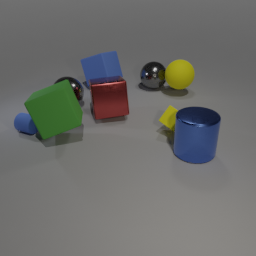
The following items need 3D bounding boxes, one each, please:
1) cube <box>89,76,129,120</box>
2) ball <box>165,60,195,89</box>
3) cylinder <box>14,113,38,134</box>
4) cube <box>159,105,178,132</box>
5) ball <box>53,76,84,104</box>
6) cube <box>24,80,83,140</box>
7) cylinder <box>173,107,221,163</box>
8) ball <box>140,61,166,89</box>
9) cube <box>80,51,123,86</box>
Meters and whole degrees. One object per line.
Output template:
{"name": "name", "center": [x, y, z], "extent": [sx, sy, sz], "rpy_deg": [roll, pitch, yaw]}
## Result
{"name": "cube", "center": [-0.804, -1.289, 11.534], "extent": [1.400, 1.400, 1.400], "rpy_deg": [-9, 20, -8]}
{"name": "ball", "center": [2.481, -2.562, 13.446], "extent": [1.400, 1.400, 1.400], "rpy_deg": [0, 29, 0]}
{"name": "cylinder", "center": [-3.791, -0.179, 10.568], "extent": [0.700, 0.700, 0.700], "rpy_deg": [12, 32, 21]}
{"name": "cube", "center": [1.676, -0.304, 10.313], "extent": [0.700, 0.700, 0.700], "rpy_deg": [38, 5, 22]}
{"name": "ball", "center": [-2.647, -1.552, 12.297], "extent": [1.400, 1.400, 1.400], "rpy_deg": [0, 29, 0]}
{"name": "cube", "center": [-2.501, -0.673, 9.718], "extent": [1.400, 1.400, 1.400], "rpy_deg": [-21, 22, 2]}
{"name": "cylinder", "center": [2.222, 0.202, 9.147], "extent": [1.400, 1.400, 1.400], "rpy_deg": [-1, 28, 0]}
{"name": "ball", "center": [1.309, -2.686, 14.326], "extent": [1.400, 1.400, 1.400], "rpy_deg": [0, 29, 0]}
{"name": "cube", "center": [-1.331, -3.055, 14.408], "extent": [1.400, 1.400, 1.400], "rpy_deg": [-7, 14, 32]}
